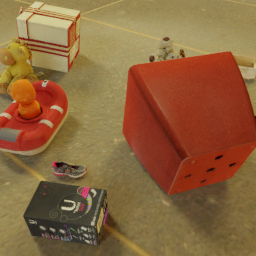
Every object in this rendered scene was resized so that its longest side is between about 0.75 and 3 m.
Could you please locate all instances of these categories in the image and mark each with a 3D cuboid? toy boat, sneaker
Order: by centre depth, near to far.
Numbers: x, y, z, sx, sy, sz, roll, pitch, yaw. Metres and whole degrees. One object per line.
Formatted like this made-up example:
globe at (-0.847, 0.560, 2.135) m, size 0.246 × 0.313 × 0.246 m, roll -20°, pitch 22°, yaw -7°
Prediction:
sneaker at (-1.708, 1.186, 8.150) m, size 1.028 × 0.384 × 0.414 m, roll 0°, pitch 41°, yaw -1°
toy boat at (-3.207, -0.692, 9.107) m, size 1.956 × 1.959 × 2.997 m, roll 9°, pitch 42°, yaw 10°

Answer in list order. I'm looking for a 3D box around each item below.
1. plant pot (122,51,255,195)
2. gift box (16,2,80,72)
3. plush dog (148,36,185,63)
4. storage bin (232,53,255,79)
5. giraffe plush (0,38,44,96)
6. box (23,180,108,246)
plant pot at (1.692, 0.065, 7.729) m, size 2.998 × 2.995 × 2.642 m, roll -11°, pitch 55°, yaw -13°
gift box at (-3.641, -4.207, 12.954) m, size 2.507 × 2.477 × 2.684 m, roll 10°, pitch 37°, yaw -1°
plush dog at (1.843, -3.106, 12.767) m, size 1.380 × 1.289 × 1.607 m, roll 32°, pitch 80°, yaw 14°
storage bin at (5.135, -2.784, 12.611) m, size 1.192 × 0.563 × 1.201 m, roll 12°, pitch 42°, yaw 14°
giraffe plush at (-4.512, -2.602, 11.436) m, size 1.925 × 1.809 × 2.231 m, roll 19°, pitch 44°, yaw 21°
box at (-1.431, 2.036, 6.753) m, size 1.723 × 0.914 × 1.053 m, roll 6°, pitch 41°, yaw 7°
